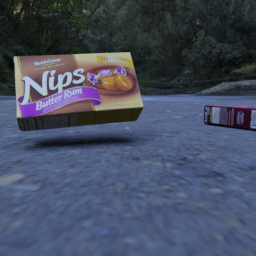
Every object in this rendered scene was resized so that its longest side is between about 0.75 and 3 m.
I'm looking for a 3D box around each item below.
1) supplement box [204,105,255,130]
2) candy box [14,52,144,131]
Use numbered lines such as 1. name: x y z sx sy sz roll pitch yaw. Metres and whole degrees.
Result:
1. supplement box: 3.422 -0.352 8.421 1.104 0.618 2.030 -5 10 -34
2. candy box: -1.026 -0.785 5.785 2.412 1.407 0.681 -5 -24 -15
